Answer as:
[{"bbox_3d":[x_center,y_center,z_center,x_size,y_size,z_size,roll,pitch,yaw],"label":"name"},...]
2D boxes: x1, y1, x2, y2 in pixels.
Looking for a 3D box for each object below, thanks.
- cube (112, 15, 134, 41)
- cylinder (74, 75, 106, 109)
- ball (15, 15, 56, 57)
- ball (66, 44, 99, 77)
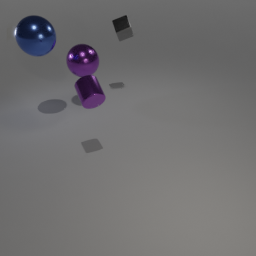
[{"bbox_3d":[-0.224,-4.431,12.465,0.700,0.700,0.700,-19,71,5],"label":"cube"},{"bbox_3d":[-1.077,-1.018,7.940,0.700,0.700,0.700,-15,66,-24],"label":"cylinder"},{"bbox_3d":[-3.274,-3.265,9.981,1.400,1.400,1.400,0,31,0],"label":"ball"},{"bbox_3d":[-1.929,-2.875,11.986,1.400,1.400,1.400,0,31,0],"label":"ball"}]
